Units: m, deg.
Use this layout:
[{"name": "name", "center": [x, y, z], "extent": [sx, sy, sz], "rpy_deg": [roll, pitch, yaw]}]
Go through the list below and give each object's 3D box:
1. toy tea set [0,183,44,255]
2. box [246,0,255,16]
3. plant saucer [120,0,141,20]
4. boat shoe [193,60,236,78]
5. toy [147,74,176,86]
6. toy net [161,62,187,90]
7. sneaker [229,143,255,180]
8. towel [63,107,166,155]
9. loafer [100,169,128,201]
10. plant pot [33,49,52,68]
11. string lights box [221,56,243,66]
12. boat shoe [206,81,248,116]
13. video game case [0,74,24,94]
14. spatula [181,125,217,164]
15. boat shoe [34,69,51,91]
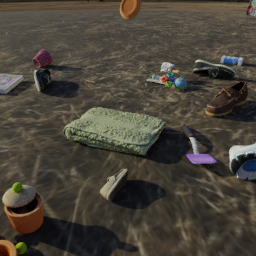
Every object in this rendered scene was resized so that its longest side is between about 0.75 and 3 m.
[{"name": "toy tea set", "center": [-2.318, 1.720, 3.966], "extent": [1.717, 1.069, 2.888], "rpy_deg": [3, 28, 6]}, {"name": "box", "center": [3.079, -2.724, 6.407], "extent": [0.643, 0.203, 1.169], "rpy_deg": [18, 35, 15]}, {"name": "plant saucer", "center": [0.052, -3.824, 8.775], "extent": [0.798, 0.798, 0.149], "rpy_deg": [20, 10, 33]}, {"name": "boat shoe", "center": [3.906, -2.540, 12.769], "extent": [1.885, 0.677, 0.637], "rpy_deg": [19, 70, 19]}, {"name": "toy", "center": [1.633, -2.154, 12.135], "extent": [1.456, 0.344, 0.838], "rpy_deg": [14, 31, 25]}, {"name": "toy net", "center": [1.760, -2.200, 11.909], "extent": [0.984, 0.362, 1.875], "rpy_deg": [-16, 41, -6]}, {"name": "sneaker", "center": [3.418, 0.638, 6.367], "extent": [2.244, 0.841, 0.973], "rpy_deg": [4, 23, 7]}, {"name": "towel", "center": [-0.338, -0.009, 7.922], "extent": [2.529, 0.461, 1.876], "rpy_deg": [11, 29, 19]}, {"name": "loafer", "center": [-0.278, 1.131, 5.878], "extent": [0.312, 0.345, 0.913], "rpy_deg": [18, 33, 20]}, {"name": "plant pot", "center": [-4.401, -3.475, 14.260], "extent": [0.823, 0.823, 0.737], "rpy_deg": [18, 48, 30]}, {"name": "string lights box", "center": [5.524, -3.581, 14.876], "extent": [1.044, 0.308, 0.537], "rpy_deg": [14, 31, 24]}, {"name": "boat shoe", "center": [3.404, -1.057, 9.599], "extent": [0.777, 0.776, 2.207], "rpy_deg": [23, 36, 38]}, {"name": "video game case", "center": [-5.832, -1.922, 11.643], "extent": [2.356, 0.212, 1.687], "rpy_deg": [5, 30, 3]}, {"name": "spatula", "center": [1.734, 0.393, 7.415], "extent": [0.626, 0.228, 2.215], "rpy_deg": [0, 27, -3]}, {"name": "boat shoe", "center": [-3.512, -2.049, 11.552], "extent": [0.647, 0.687, 1.914], "rpy_deg": [-10, 27, -10]}]
